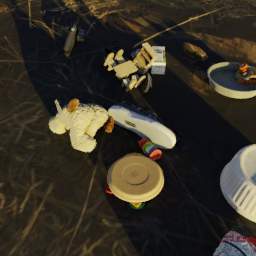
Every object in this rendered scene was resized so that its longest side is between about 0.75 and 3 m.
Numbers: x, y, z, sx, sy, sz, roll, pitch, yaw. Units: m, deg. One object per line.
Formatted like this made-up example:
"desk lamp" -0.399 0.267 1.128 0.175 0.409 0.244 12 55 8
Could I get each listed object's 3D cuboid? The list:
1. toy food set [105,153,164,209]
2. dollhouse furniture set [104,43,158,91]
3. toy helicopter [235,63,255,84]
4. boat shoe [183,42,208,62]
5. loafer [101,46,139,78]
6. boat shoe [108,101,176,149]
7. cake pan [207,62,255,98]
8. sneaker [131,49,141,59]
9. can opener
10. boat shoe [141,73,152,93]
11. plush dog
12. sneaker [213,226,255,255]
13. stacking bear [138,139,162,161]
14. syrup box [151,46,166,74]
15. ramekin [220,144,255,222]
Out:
"toy food set" 0.190 1.517 8.483 1.755 0.431 1.773 -35 54 -30
"dollhouse furniture set" 0.229 -2.731 11.877 1.789 1.188 1.568 -31 78 -37
"toy helicopter" 5.307 -2.236 11.920 1.500 0.592 0.992 12 59 43
"boat shoe" 3.323 -3.769 13.872 0.500 0.529 1.471 -23 59 -27
"loafer" -0.412 -3.006 12.808 0.804 0.831 2.367 -32 53 -29
"boat shoe" 0.596 -0.236 9.981 2.827 0.988 0.936 24 51 33
"cake pan" 4.603 -2.065 12.064 2.440 0.447 2.440 1 42 -1
"sneaker" 0.699 -3.778 13.851 1.250 0.487 0.514 -28 50 -26
"can opener" -2.894 -4.635 14.495 1.001 0.807 2.546 6 44 5
"boat shoe" 0.847 -1.895 11.970 0.378 0.421 1.139 36 44 -28
"plush dog" -1.481 -0.375 9.828 2.086 1.674 1.792 31 29 28
"sneaker" 3.038 3.357 6.421 1.150 0.716 2.145 -33 50 -28
"stacking bear" 0.676 0.679 9.352 0.510 0.477 0.839 -23 44 -22
"syrup box" 1.410 -3.206 13.167 0.607 0.627 1.541 3 45 2
"ramekin" 3.978 1.477 8.036 2.368 1.103 2.368 1 45 -1
